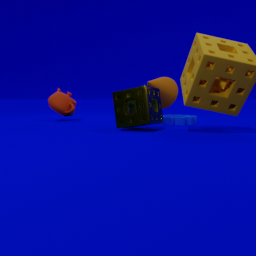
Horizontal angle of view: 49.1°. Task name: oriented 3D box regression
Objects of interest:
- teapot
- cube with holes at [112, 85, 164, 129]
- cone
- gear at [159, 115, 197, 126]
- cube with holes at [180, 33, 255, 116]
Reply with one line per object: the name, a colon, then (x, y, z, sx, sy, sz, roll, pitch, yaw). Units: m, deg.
teapot: (-2.137, -0.874, 9.251, 0.937, 0.738, 1.507, 29, 8, -45)
cube with holes: (0.248, -0.471, 6.588, 0.844, 0.844, 0.844, -8, -2, 28)
cone: (1.056, -1.552, 10.817, 1.367, 1.367, 1.372, 4, -9, 30)
gear: (1.380, -0.239, 8.156, 1.220, 0.226, 1.220, 0, 6, 0)
cube with holes: (1.916, -1.162, 6.047, 1.177, 1.177, 1.177, 11, 38, -3)
